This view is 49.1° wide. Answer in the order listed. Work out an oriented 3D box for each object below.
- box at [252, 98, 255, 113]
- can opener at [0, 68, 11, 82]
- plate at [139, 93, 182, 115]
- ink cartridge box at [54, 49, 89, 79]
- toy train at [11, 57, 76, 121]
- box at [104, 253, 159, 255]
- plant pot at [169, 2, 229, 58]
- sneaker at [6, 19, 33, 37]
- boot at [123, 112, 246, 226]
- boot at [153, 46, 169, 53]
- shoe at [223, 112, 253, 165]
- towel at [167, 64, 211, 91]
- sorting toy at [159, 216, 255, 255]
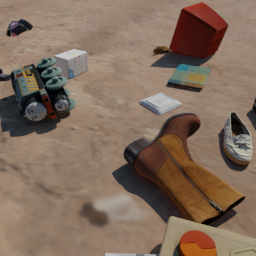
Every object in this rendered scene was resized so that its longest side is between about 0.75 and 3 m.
[{"bbox_3d":[4.735,-0.237,7.987,1.646,0.455,2.055,2,34,2],"label":"box"},{"bbox_3d":[-3.041,-1.180,6.259,0.455,0.367,1.157,-8,13,3],"label":"can opener"},{"bbox_3d":[1.066,-0.850,9.151,1.040,0.168,1.038,-24,40,-31],"label":"plate"},{"bbox_3d":[-2.175,-2.600,11.164,0.762,0.782,1.217,22,39,30],"label":"ink cartridge box"},{"bbox_3d":[-2.763,-1.223,8.917,1.646,1.231,2.889,-24,42,-12],"label":"toy train"},{"bbox_3d":[0.628,2.600,3.871,2.073,0.427,1.616,0,35,2],"label":"box"},{"bbox_3d":[3.357,-4.336,12.880,1.747,1.982,1.980,37,47,22],"label":"plant pot"},{"bbox_3d":[-2.766,-2.487,7.109,1.005,0.353,0.412,13,72,46],"label":"sneaker"},{"bbox_3d":[1.497,0.734,6.240,2.350,0.855,2.496,-23,41,-30],"label":"boot"},{"bbox_3d":[1.578,-3.653,13.149,0.905,0.333,0.342,-22,51,-32],"label":"boot"},{"bbox_3d":[2.822,0.216,7.289,0.652,0.497,1.864,5,35,7],"label":"shoe"},{"bbox_3d":[2.384,-1.972,10.787,1.349,0.200,1.840,13,38,19],"label":"towel"},{"bbox_3d":[1.742,2.234,3.798,2.775,0.372,2.068,11,31,15],"label":"sorting toy"}]
